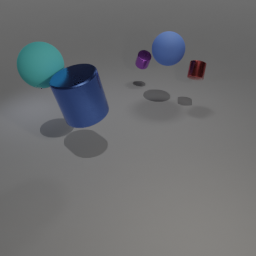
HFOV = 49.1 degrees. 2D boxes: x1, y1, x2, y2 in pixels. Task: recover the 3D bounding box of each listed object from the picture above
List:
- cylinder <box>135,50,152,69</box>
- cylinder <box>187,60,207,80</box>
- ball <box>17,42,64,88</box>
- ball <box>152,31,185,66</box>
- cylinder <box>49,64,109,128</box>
[{"bbox_3d":[0.776,-3.469,14.247,0.700,0.700,0.700,5,63,-10],"label":"cylinder"},{"bbox_3d":[2.949,-2.468,12.010,0.700,0.700,0.700,11,0,0],"label":"cylinder"},{"bbox_3d":[-2.676,-1.928,8.619,1.400,1.400,1.400,0,31,0],"label":"ball"},{"bbox_3d":[1.701,-3.329,11.791,1.400,1.400,1.400,0,31,0],"label":"ball"},{"bbox_3d":[-1.400,-0.954,8.260,1.400,1.400,1.400,-10,38,8],"label":"cylinder"}]
